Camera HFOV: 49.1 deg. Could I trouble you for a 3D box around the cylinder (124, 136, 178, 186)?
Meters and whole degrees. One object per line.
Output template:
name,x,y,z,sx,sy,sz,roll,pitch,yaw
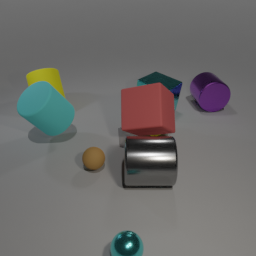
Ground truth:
cylinder,0.610,0.934,7.967,1.400,1.400,1.400,0,29,0

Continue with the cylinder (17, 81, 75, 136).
cylinder,-2.788,-0.648,9.617,1.400,1.400,1.400,-13,56,21

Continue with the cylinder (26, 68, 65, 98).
cylinder,-3.593,-1.741,12.296,1.400,1.400,1.400,-14,-1,0

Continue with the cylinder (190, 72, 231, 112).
cylinder,3.642,-1.629,12.545,1.400,1.400,1.400,-3,29,-5

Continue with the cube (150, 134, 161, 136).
cube,0.968,-0.159,10.556,0.700,0.700,0.700,24,29,35

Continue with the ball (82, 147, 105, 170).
ball,-1.046,0.922,8.549,0.700,0.700,0.700,0,29,0

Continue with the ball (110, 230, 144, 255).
ball,-0.021,2.515,5.867,0.700,0.700,0.700,0,29,0

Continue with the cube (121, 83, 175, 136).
cube,0.692,-0.554,9.372,1.400,1.400,1.400,-6,-12,26

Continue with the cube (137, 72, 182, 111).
cube,1.260,-1.388,11.941,1.400,1.400,1.400,29,39,27
